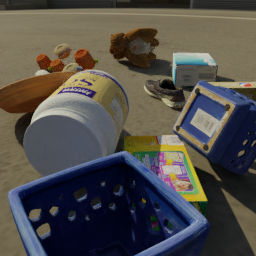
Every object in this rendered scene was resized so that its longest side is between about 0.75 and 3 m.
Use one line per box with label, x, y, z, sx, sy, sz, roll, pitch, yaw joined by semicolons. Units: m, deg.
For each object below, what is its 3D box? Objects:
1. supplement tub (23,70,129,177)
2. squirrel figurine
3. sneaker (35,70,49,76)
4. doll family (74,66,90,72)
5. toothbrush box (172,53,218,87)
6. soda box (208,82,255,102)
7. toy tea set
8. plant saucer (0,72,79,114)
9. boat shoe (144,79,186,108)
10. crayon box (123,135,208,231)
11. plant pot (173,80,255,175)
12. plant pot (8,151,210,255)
supplement tub;-1.033;-0.119;6.353;1.855;1.855;2.552;4;27;7
squirrel figurine;0.314;-4.294;14.476;2.603;1.842;2.430;7;22;7
sneaker;-3.551;-1.962;11.291;1.423;0.524;0.822;25;33;36
doll family;-1.712;-1.835;10.397;1.264;0.785;0.570;7;26;-45
toothbrush box;2.732;-2.507;11.852;1.622;0.945;2.215;2;28;4
soda box;3.753;-1.246;9.848;1.874;0.600;0.635;0;28;-1
toy tea set;-2.830;-2.908;12.954;2.968;1.099;1.765;24;65;32
plant saucer;-2.513;-0.959;8.234;2.699;0.505;2.699;-17;0;0
boat shoe;1.312;-1.407;9.997;0.818;0.737;2.273;-11;30;-20
crayon box;0.589;0.955;5.602;1.343;0.659;2.261;-1;28;-2
plant pot;1.989;-0.070;6.050;1.398;1.555;1.555;13;20;-40
plant pot;-0.297;1.542;3.505;1.768;1.589;1.768;-16;32;-28
